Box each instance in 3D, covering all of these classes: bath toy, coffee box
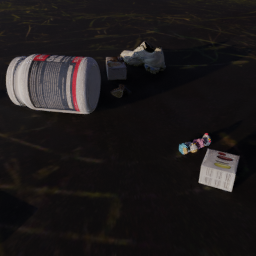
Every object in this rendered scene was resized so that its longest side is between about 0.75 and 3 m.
[{"bbox_3d":[2.165,0.481,8.781,1.159,0.428,0.504,-18,37,-26],"label":"bath toy"},{"bbox_3d":[-0.599,-2.966,13.823,0.900,0.627,1.573,-3,34,-5],"label":"coffee box"}]

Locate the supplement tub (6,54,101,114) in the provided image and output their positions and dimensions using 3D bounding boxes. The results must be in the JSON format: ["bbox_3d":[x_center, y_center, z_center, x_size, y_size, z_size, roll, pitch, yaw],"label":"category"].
[{"bbox_3d":[-2.683,-1.660,10.507,2.988,2.097,2.097,5,34,8],"label":"supplement tub"}]

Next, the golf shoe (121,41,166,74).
[{"bbox_3d":[0.761,-3.878,14.539,2.886,1.403,1.130,25,43,35],"label":"golf shoe"}]

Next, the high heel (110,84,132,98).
[{"bbox_3d":[-0.479,-1.638,11.969,1.117,0.399,0.796,-8,37,-41],"label":"high heel"}]

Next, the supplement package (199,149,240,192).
[{"bbox_3d":[2.476,1.123,7.602,0.866,0.637,0.828,13,35,21],"label":"supplement package"}]
